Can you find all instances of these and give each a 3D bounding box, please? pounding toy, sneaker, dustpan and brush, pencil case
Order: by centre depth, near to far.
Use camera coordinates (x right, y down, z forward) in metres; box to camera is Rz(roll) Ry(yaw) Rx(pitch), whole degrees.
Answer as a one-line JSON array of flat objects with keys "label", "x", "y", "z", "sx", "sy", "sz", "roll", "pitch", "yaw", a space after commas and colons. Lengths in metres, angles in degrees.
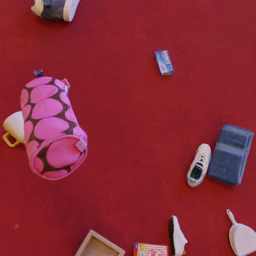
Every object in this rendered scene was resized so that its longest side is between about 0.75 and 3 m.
[{"label": "pencil case", "x": -1.736, "y": -0.171, "z": 6.476, "sx": 1.335, "sy": 1.293, "sz": 2.850, "roll": -23, "pitch": 43, "yaw": -8}, {"label": "pounding toy", "x": -0.834, "y": 4.220, "z": 7.945, "sx": 1.666, "sy": 0.867, "sz": 1.896, "roll": 28, "pitch": 68, "yaw": 12}, {"label": "sneaker", "x": 1.548, "y": 3.331, "z": 8.675, "sx": 0.490, "sy": 0.421, "sz": 1.157, "roll": 6, "pitch": 66, "yaw": -18}, {"label": "dustpan and brush", "x": 3.474, "y": 3.192, "z": 8.757, "sx": 0.935, "sy": 0.383, "sz": 1.340, "roll": -17, "pitch": 73, "yaw": -13}, {"label": "sneaker", "x": 2.460, "y": 1.224, "z": 9.507, "sx": 0.583, "sy": 0.588, "sz": 1.621, "roll": 22, "pitch": 66, "yaw": 11}, {"label": "sneaker", "x": -3.284, "y": -6.125, "z": 12.596, "sx": 2.062, "sy": 1.135, "sz": 2.817, "roll": 11, "pitch": 71, "yaw": 1}]

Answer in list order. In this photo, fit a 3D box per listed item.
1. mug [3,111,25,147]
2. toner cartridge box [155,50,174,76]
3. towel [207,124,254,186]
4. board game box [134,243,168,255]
[{"label": "mug", "x": -3.822, "y": 0.106, "z": 10.007, "sx": 0.919, "sy": 1.119, "sz": 0.896, "roll": 48, "pitch": 41, "yaw": 10}, {"label": "toner cartridge box", "x": 1.480, "y": -2.672, "z": 11.496, "sx": 0.530, "sy": 0.241, "sz": 1.115, "roll": -10, "pitch": 66, "yaw": -5}, {"label": "towel", "x": 3.473, "y": 0.889, "z": 9.504, "sx": 1.100, "sy": 0.478, "sz": 1.970, "roll": 18, "pitch": 79, "yaw": 13}, {"label": "board game box", "x": 0.680, "y": 3.919, "z": 8.433, "sx": 1.028, "sy": 0.238, "sz": 0.778, "roll": 3, "pitch": 65, "yaw": 2}]
